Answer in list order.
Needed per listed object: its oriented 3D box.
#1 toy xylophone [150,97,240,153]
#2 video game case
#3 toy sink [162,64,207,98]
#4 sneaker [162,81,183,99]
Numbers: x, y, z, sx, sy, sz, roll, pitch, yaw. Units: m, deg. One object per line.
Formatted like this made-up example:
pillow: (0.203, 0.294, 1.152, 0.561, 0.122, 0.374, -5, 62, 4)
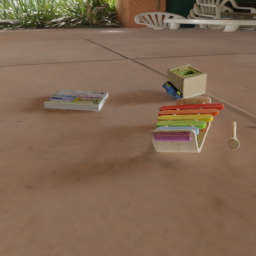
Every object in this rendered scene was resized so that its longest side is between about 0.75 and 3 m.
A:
toy xylophone: (1.648, -0.103, 6.866, 1.980, 0.680, 2.705, -4, 20, 16)
video game case: (-1.749, -0.994, 9.818, 1.860, 0.205, 1.693, 4, 23, 5)
toy sink: (2.094, -1.862, 10.686, 1.007, 0.865, 1.544, -16, 33, -18)
sneaker: (1.606, -1.292, 10.056, 0.883, 0.346, 0.291, 43, 39, -3)
